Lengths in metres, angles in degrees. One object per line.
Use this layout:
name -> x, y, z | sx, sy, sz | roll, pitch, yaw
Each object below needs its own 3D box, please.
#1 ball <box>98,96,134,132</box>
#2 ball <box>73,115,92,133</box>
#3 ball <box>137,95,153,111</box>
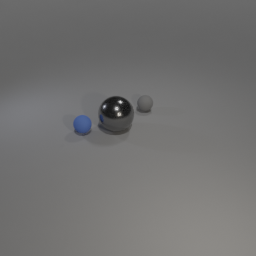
ball -> -0.459, -0.543, 10.870 | 1.400, 1.400, 1.400 | 0, 32, 0
ball -> -1.750, -0.151, 10.763 | 0.700, 0.700, 0.700 | 0, 32, 0
ball -> 0.756, -1.097, 12.312 | 0.700, 0.700, 0.700 | 0, 32, 0
